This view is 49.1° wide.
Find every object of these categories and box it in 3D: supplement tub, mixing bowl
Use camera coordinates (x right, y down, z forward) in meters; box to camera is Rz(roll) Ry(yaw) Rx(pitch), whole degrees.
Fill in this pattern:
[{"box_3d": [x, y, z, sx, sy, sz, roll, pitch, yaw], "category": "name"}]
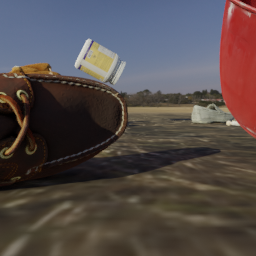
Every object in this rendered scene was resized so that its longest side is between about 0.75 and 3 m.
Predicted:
[{"box_3d": [-1.080, -2.550, 11.028, 1.718, 1.249, 1.249, 27, -3, -14], "category": "supplement tub"}, {"box_3d": [2.112, -0.543, 3.295, 2.528, 1.369, 2.528, 10, 33, -7], "category": "mixing bowl"}]

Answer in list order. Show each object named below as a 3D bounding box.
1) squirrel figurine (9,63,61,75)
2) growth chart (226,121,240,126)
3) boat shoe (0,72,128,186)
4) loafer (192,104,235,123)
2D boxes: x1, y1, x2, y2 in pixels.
[{"box_3d": [-3.236, -0.887, 7.989, 2.961, 2.096, 2.764, -2, 10, -19], "category": "squirrel figurine"}, {"box_3d": [4.787, -0.170, 9.390, 2.559, 0.227, 1.852, -2, 4, -26], "category": "growth chart"}, {"box_3d": [-1.023, 0.039, 1.947, 2.403, 0.846, 0.845, -11, 2, -26], "category": "boat shoe"}, {"box_3d": [3.577, -0.601, 11.570, 2.246, 0.784, 0.785, -3, 5, -33], "category": "loafer"}]
